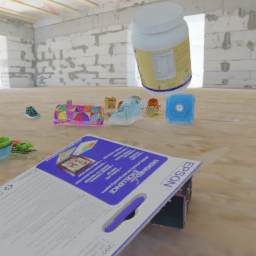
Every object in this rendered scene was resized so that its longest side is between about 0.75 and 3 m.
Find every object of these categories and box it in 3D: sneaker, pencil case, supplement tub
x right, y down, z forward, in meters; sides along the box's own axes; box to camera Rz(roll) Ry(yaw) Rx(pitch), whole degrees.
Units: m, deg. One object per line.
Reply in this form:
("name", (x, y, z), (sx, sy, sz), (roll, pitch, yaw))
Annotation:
("sneaker", (-0.112, -0.784, 12.250), (0.993, 1.100, 2.685), (3, 11, 19))
("pencil case", (-2.024, -0.497, 11.556), (2.061, 0.911, 0.911), (1, 11, 15))
("supplement tub", (1.302, -2.946, 10.708), (2.152, 2.960, 2.152), (-9, 43, 9))
("sneaker", (-4.669, -0.774, 13.613), (1.253, 0.572, 0.486), (11, 16, 43))

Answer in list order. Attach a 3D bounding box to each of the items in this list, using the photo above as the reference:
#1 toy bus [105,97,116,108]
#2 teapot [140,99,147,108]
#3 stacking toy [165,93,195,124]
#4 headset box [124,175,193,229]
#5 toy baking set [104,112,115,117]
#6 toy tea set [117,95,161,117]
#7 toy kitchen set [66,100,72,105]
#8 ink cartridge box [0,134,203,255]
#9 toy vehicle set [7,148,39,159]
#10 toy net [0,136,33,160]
("toy bus", (-1.139, -1.633, 17.882), (0.540, 0.650, 1.660), (-1, 11, -13))
("teapot", (0.722, -1.636, 18.073), (0.800, 0.592, 0.810), (4, 12, 21))
("stacking toy", (2.474, -0.844, 13.017), (1.242, 1.314, 2.264), (4, 0, 15))
("headset box", (0.449, 1.022, 4.366), (0.989, 0.513, 1.329), (4, 10, 18))
("toy baking set", (-0.781, -0.643, 13.881), (1.695, 0.257, 2.209), (0, 3, 32))
("toy tea set", (0.597, -1.001, 14.696), (2.309, 0.855, 1.373), (11, 42, 16))
("toy kitchen set", (-2.490, -0.924, 13.586), (0.962, 0.868, 0.785), (-4, 12, 4))
("ink cartridge box", (-0.574, 0.908, 3.438), (2.248, 0.488, 2.227), (10, 33, 44))
("toy vehicle set", (-2.842, 0.657, 7.348), (0.835, 0.111, 0.519), (3, 11, 15))
("toy net", (-3.840, 0.383, 7.439), (2.532, 0.489, 1.328), (4, 19, 26))
